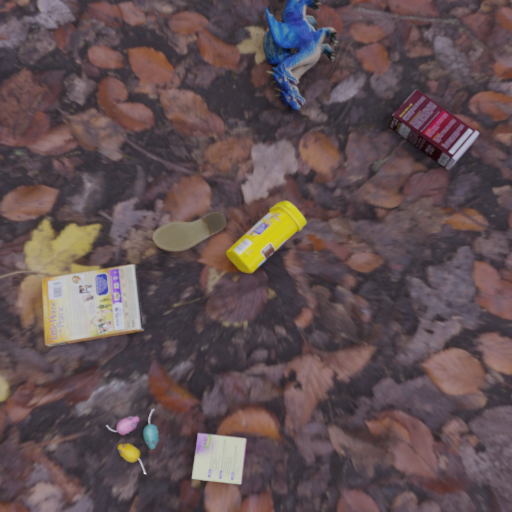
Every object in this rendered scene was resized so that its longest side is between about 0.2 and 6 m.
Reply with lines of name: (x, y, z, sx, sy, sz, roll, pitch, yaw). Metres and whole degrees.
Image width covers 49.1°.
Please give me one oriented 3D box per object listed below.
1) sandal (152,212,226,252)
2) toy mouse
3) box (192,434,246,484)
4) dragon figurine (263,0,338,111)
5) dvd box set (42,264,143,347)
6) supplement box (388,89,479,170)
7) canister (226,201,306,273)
sandal: (-1.364, -0.420, 11.089, 1.598, 0.526, 0.586, -22, 87, -31)
toy mouse: (-2.122, 3.157, 10.003, 1.090, 0.211, 0.968, 33, 74, 11)
box: (-0.635, 3.532, 9.769, 0.852, 0.412, 0.750, 6, 71, 1)
dragon figurine: (0.681, -4.886, 12.350, 1.696, 1.004, 3.412, -19, 73, -7)
dvd box set: (-3.142, 0.943, 10.738, 1.810, 0.266, 1.324, -10, 71, -4)
supplement box: (3.728, -2.673, 11.857, 1.624, 0.495, 0.884, 41, 76, 12)
canister: (0.161, -0.340, 10.758, 1.431, 1.063, 0.620, -43, 100, -10)
